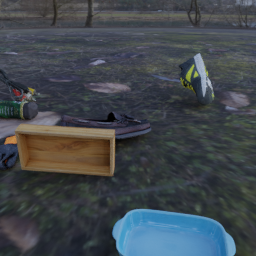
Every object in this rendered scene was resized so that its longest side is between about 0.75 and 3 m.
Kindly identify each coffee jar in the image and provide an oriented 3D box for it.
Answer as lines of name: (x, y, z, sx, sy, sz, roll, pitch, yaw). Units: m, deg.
coffee jar: (-3.203, -0.520, 8.022, 1.151, 0.491, 0.600, 3, 11, 9)

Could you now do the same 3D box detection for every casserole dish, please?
casserole dish: (0.562, 1.501, 3.625, 1.536, 0.298, 0.930, 4, 24, 11)

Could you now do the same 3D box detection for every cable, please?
cable: (-3.937, -1.374, 9.433, 1.777, 0.447, 0.863, 28, 41, 6)

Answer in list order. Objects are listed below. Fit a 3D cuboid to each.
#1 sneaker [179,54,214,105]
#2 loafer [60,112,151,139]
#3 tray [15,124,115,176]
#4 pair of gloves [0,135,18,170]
sneaker: (2.262, -1.537, 9.470, 0.957, 0.842, 2.262, -19, 43, 23)
loafer: (-0.425, -0.068, 6.382, 2.310, 0.727, 0.830, -11, 5, -35)
tray: (-1.109, 0.400, 5.126, 1.722, 0.849, 0.319, 3, 29, 2)
pair of gloves: (-2.064, 0.442, 6.187, 1.725, 0.213, 1.537, -6, 24, -11)
